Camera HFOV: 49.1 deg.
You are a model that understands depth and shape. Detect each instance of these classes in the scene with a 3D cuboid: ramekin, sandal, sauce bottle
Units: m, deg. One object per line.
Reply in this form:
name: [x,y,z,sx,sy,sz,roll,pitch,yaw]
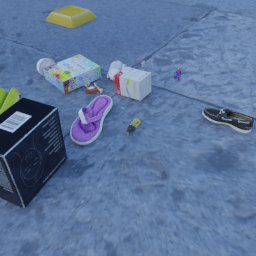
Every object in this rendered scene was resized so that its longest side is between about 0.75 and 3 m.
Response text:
ramekin: [-4.123,-3.046,14.001,0.930,0.930,0.433,-33,39,-33]
sandal: [-1.486,-0.521,11.089,1.192,0.720,2.930,8,43,13]
sauce bottle: [0.193,-0.061,10.905,0.307,0.307,0.930,18,44,20]

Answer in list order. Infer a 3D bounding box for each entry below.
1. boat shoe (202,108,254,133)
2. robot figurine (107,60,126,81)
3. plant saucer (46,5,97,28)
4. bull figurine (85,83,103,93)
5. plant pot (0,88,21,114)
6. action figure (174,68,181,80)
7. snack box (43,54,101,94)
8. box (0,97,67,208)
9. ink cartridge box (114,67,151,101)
boat shoe: [3.952,-0.455,11.120,2.011,0.607,0.743,28,48,29]
robot figurine: [-0.568,-2.793,13.743,1.066,0.710,1.257,-25,36,27]
plant saucer: [-4.088,-8.126,20.160,2.683,0.650,2.683,24,46,25]
bull figurine: [-1.578,-1.807,12.834,0.850,0.516,0.277,-4,27,3]
plant pot: [-4.810,-0.295,9.910,1.873,2.064,2.054,3,40,-6]
action figure: [2.538,-2.769,14.170,0.307,0.243,0.939,8,38,13]
snack box: [-2.697,-2.699,13.680,2.156,0.730,1.818,-31,49,-31]
box: [-3.147,0.699,8.469,1.422,2.256,2.295,16,43,19]
ink cartridge box: [0.246,-2.003,12.589,1.376,0.995,0.999,20,43,29]
